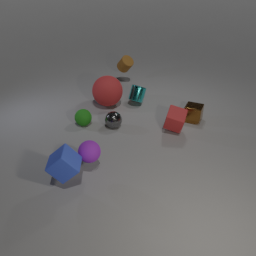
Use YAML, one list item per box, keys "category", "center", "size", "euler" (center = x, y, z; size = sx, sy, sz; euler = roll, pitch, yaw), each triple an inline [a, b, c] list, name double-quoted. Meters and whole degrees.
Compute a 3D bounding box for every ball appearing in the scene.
- category: "ball"
  center: [-0.590, -0.329, 11.357]
  size: [0.700, 0.700, 0.700]
  euler: [0, 30, 0]
- category: "ball"
  center: [-0.944, -1.702, 12.882]
  size: [1.400, 1.400, 1.400]
  euler: [0, 30, 0]
- category: "ball"
  center: [-1.192, 0.727, 8.640]
  size: [0.700, 0.700, 0.700]
  euler: [0, 30, 0]
- category: "ball"
  center: [-1.843, -0.432, 11.518]
  size: [0.700, 0.700, 0.700]
  euler: [0, 30, 0]

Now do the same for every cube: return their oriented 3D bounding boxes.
- category: "cube"
  center: [1.829, -0.345, 10.803]
  size: [0.700, 0.700, 0.700]
  euler: [18, 53, 8]
- category: "cube"
  center: [-1.834, 1.022, 8.040]
  size: [0.700, 0.700, 0.700]
  euler: [-36, 27, 19]
- category: "cube"
  center: [2.773, -0.634, 11.863]
  size: [0.700, 0.700, 0.700]
  euler: [13, 33, 21]

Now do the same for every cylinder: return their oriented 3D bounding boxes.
- category: "cylinder"
  center: [-0.148, -3.488, 15.264]
  size: [0.700, 0.700, 0.700]
  euler: [12, 63, -25]
- category: "cylinder"
  center: [0.441, -1.621, 13.153]
  size: [0.700, 0.700, 0.700]
  euler: [15, 10, -3]
